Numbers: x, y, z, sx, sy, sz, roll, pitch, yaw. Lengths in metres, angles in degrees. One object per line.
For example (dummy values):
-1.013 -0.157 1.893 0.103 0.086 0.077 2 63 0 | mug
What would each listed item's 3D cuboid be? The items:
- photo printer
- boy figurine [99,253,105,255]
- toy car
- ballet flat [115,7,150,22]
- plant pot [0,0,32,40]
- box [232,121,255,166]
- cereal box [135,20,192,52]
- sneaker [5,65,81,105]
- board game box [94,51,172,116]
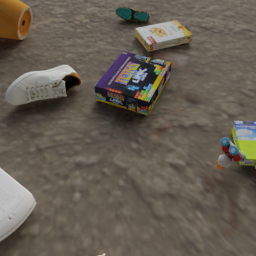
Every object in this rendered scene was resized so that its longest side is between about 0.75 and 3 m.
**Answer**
-3.231 1.818 6.691 1.797 0.624 1.495 28 52 23 | photo printer
-0.538 2.813 5.386 1.212 0.391 0.754 -2 86 2 | boy figurine
2.616 0.760 7.480 0.758 0.698 0.670 -46 47 12 | toy car
0.259 -5.552 13.732 1.711 0.580 0.644 11 25 4 | ballet flat
-5.412 -4.840 12.026 2.111 2.306 2.306 20 48 -3 | plant pot
3.589 0.431 8.180 0.878 0.343 1.441 3 47 3 | box
1.544 -4.106 12.376 2.101 0.415 1.512 -16 49 -15 | cereal box
-2.770 -1.387 9.470 2.588 0.942 1.096 -31 52 -28 | sneaker
0.240 -1.686 9.942 1.984 0.680 2.400 18 49 14 | board game box
